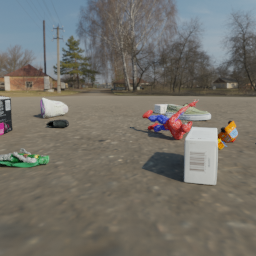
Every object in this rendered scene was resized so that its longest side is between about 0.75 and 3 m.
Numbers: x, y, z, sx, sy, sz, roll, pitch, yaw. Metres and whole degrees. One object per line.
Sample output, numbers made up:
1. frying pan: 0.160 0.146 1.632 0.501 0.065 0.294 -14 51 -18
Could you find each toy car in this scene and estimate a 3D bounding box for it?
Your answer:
1. toy car: 2.640 0.371 7.919 0.533 0.786 1.602 47 46 12

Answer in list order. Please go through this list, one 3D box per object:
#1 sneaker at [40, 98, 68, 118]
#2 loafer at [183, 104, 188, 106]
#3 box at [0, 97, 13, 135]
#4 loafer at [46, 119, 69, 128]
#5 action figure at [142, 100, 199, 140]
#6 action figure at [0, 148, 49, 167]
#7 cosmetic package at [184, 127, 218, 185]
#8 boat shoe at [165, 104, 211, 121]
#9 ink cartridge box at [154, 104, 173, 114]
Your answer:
1. sneaker: -4.033 -1.142 15.378 1.386 1.042 2.783 -1 8 -8
2. loafer: 2.894 -1.025 15.906 0.742 0.650 2.063 6 11 37
3. box: -4.805 -0.397 9.448 1.110 1.279 1.935 -1 8 -4
4. loafer: -2.779 -0.144 11.056 1.047 0.355 0.367 0 12 31
5. action figure: 1.573 -0.312 9.403 1.317 0.868 2.661 -31 17 -10
6. action figure: -2.269 0.629 5.851 1.275 0.349 0.753 4 5 1
7. cosmetic package: 1.422 0.463 5.356 0.577 0.792 1.557 3 10 18
8. boat shoe: 2.921 -0.794 13.965 2.430 0.754 0.875 6 10 35
9. ink cartridge box: 2.390 -1.199 17.533 1.246 0.526 0.902 -3 9 -19
